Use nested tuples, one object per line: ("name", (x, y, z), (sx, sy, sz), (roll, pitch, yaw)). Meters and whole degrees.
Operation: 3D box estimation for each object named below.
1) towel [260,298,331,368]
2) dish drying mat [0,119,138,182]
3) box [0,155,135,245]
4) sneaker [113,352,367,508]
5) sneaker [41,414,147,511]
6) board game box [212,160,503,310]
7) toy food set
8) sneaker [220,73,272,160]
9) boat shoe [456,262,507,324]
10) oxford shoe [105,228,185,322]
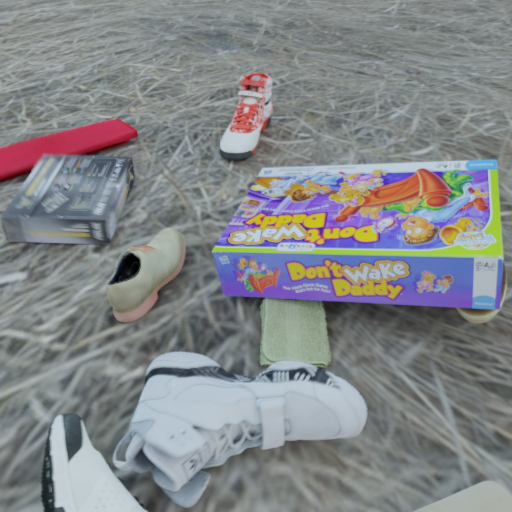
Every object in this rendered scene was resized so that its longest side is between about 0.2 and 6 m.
("towel", (0.660, 1.287, 9.664), (1.205, 0.296, 1.624), (1, 37, 1))
("dish drying mat", (-5.395, -2.880, 15.079), (4.192, 0.381, 1.610), (-25, 42, -28))
("box", (-4.162, -1.349, 12.791), (2.225, 0.679, 2.810), (1, 37, 1))
("sneaker", (-0.243, 2.363, 7.459), (3.255, 1.223, 1.871), (5, 33, 15))
("sneaker", (-1.922, 3.159, 6.825), (1.168, 1.076, 2.920), (-3, 39, -29))
("board game box", (1.971, -0.528, 10.423), (4.713, 1.055, 3.169), (1, 36, 20))
("toy food set", (2.739, 3.713, 6.341), (1.571, 0.661, 2.189), (-7, 38, -28))
("sneaker", (-0.291, -3.961, 15.417), (1.027, 1.648, 3.076), (11, 39, 14))
("boat shoe", (3.927, 0.333, 10.321), (1.030, 0.927, 2.854), (-5, 35, 12))
("oxford shoe", (-2.013, 0.113, 10.514), (0.857, 0.894, 2.421), (-3, 38, 20))
